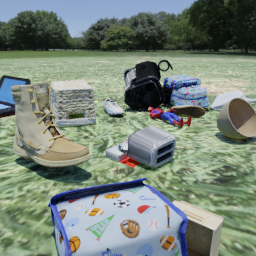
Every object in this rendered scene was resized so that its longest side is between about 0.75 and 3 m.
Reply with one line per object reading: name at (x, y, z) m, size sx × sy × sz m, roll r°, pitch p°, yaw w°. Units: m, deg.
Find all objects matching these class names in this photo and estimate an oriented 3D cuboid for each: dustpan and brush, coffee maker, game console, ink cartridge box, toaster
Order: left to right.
game console at (-6.200, -1.565, 13.322) m, size 2.574 × 1.527 × 2.218 m, roll 13°, pitch 22°, yaw 36°
ink cartridge box at (0.115, 0.726, 8.383) m, size 1.055 × 0.265 × 1.215 m, roll 15°, pitch 24°, yaw 39°
coffee maker at (1.014, -2.330, 14.076) m, size 1.844 × 2.629 × 2.738 m, roll 41°, pitch 21°, yaw -22°
toaster at (0.668, 0.535, 7.968) m, size 0.982 × 0.864 × 1.520 m, roll 22°, pitch 28°, yaw 39°
dustpan and brush at (5.444, -1.339, 13.617) m, size 2.431 × 0.696 × 1.696 m, roll -14°, pitch 20°, yaw 40°

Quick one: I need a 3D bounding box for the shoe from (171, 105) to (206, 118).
shoe at (2.673, -0.791, 12.522) m, size 1.582 × 0.553 × 0.422 m, roll 5°, pitch 23°, yaw 20°

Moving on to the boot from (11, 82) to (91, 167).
boot at (-2.107, -0.160, 7.367) m, size 2.669 × 2.074 × 0.971 m, roll 9°, pitch 14°, yaw 35°

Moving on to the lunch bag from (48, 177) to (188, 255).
lunch bag at (-0.289, 1.527, 4.408) m, size 1.729 × 1.260 × 2.034 m, roll -7°, pitch 13°, yaw -19°

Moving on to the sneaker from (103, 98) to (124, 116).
sneaker at (-0.703, -0.969, 12.962) m, size 0.633 × 0.638 × 1.762 m, roll -7°, pitch 21°, yaw -24°

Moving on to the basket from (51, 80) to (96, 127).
basket at (-2.437, -1.142, 12.030) m, size 1.676 × 1.525 × 2.473 m, roll -6°, pitch 18°, yaw -20°

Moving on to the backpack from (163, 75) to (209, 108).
backpack at (2.930, -1.693, 13.861) m, size 1.972 × 1.453 × 2.160 m, roll -10°, pitch 25°, yaw -24°

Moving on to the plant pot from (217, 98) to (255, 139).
plant pot at (3.720, -0.221, 9.878) m, size 1.438 × 1.438 × 0.966 m, roll -11°, pitch -14°, yaw -30°

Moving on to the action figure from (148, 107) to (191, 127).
action figure at (1.623, -0.555, 11.888) m, size 0.754 × 0.596 × 2.306 m, roll -16°, pitch 21°, yaw -33°

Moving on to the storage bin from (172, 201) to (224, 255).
storage bin at (0.997, 1.708, 4.429) m, size 0.859 × 0.865 × 0.405 m, roll 14°, pitch 22°, yaw 37°
